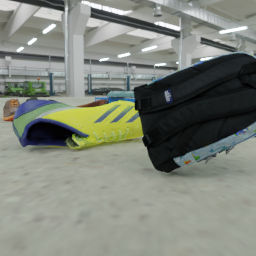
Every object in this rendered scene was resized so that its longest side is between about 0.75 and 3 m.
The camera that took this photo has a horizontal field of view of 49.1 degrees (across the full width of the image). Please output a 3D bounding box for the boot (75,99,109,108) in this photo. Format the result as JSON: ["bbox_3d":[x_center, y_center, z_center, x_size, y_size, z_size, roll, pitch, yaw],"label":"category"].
[{"bbox_3d":[-1.901,-0.631,10.074,2.344,0.802,2.206,-3,8,-15],"label":"boot"}]

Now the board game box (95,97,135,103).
[{"bbox_3d":[0.485,-1.015,12.781,2.883,0.823,2.944,-6,9,-39],"label":"board game box"}]

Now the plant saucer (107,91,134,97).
[{"bbox_3d":[-0.003,-1.474,12.119,1.844,0.253,1.844,0,8,0],"label":"plant saucer"}]

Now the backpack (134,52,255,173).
[{"bbox_3d":[1.092,-0.267,3.708,1.678,1.369,1.290,-33,-32,31],"label":"backpack"}]

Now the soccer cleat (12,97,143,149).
[{"bbox_3d":[-0.726,0.034,5.673,2.995,0.968,1.253,2,37,-20],"label":"soccer cleat"}]

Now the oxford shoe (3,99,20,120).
[{"bbox_3d":[-4.418,-0.717,10.701,0.763,0.780,2.139,-5,9,-34],"label":"oxford shoe"}]
